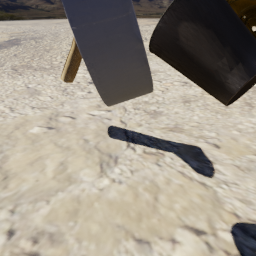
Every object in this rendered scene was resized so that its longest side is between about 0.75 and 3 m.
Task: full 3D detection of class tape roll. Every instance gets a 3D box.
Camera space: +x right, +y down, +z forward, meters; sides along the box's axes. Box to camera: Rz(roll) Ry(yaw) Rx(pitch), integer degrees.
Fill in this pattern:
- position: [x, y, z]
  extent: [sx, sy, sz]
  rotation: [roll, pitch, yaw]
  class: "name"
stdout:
- position: [-0.341, -1.677, 4.611]
  extent: [0.844, 2.556, 2.556]
  rotation: [-18, 26, 3]
  class: "tape roll"

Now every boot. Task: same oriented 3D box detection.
- position: [-1.525, -2.098, 8.200]
  extent: [0.573, 1.732, 1.517]
  rotation: [22, 21, -10]
  class: "boot"

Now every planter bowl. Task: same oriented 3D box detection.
- position: [2.358, -1.919, 5.666]
  extent: [0.747, 1.794, 1.794]
  rotation: [-27, 35, -23]
  class: "planter bowl"

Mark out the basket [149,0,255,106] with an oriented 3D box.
- position: [1.570, -1.440, 5.243]
  extent: [1.910, 1.722, 1.299]
  rotation: [51, 36, 16]
  class: "basket"
